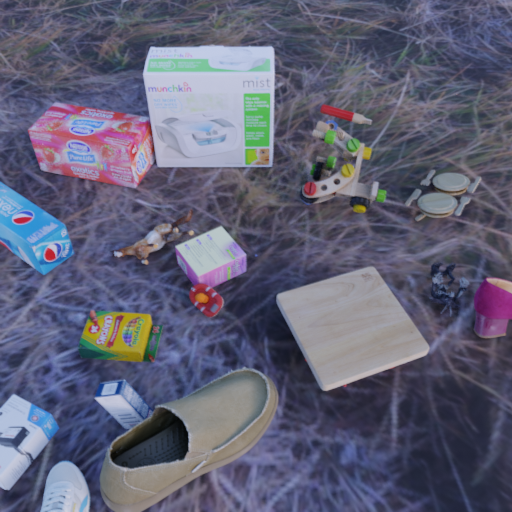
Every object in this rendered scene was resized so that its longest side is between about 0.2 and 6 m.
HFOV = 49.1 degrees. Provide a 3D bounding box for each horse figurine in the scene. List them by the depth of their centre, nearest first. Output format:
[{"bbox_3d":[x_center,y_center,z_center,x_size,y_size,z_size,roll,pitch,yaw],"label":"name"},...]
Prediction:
[{"bbox_3d":[-2.035,-0.339,11.600,1.768,0.441,1.172,-38,24,-25],"label":"horse figurine"}]

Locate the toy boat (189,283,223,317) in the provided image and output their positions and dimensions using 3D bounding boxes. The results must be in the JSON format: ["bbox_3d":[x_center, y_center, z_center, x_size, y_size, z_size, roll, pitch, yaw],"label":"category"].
[{"bbox_3d":[-0.992,0.809,10.572,0.712,0.465,0.464,38,93,30],"label":"toy boat"}]

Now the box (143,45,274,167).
[{"bbox_3d":[-1.013,-3.532,13.344,2.883,2.544,1.394,1,46,0],"label":"box"}]

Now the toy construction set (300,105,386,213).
[{"bbox_3d":[2.101,-2.059,12.255,1.831,2.383,1.987,17,57,9],"label":"toy construction set"}]

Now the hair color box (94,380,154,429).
[{"bbox_3d":[-2.043,2.329,8.740,0.473,0.946,0.286,-11,41,19],"label":"hair color box"}]

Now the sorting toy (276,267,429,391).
[{"bbox_3d":[1.627,1.350,9.939,1.991,0.693,1.979,-15,50,-15],"label":"sorting toy"}]

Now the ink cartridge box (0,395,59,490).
[{"bbox_3d":[-3.801,2.864,8.676,0.830,0.479,1.144,20,50,18],"label":"ink cartridge box"}]

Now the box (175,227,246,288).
[{"bbox_3d":[-0.913,0.064,11.313,1.099,0.531,0.967,-26,52,-22],"label":"box"}]

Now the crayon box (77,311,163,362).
[{"bbox_3d":[-2.429,1.449,10.128,1.347,0.342,0.855,3,46,2],"label":"crayon box"}]

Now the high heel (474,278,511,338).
[{"bbox_3d":[5.146,0.694,10.132,2.532,1.217,0.853,-16,36,-12],"label":"high heel"}]

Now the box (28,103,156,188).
[{"bbox_3d":[-3.864,-2.665,13.411,2.592,1.237,1.292,12,48,11],"label":"box"}]

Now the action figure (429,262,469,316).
[{"bbox_3d":[3.673,0.581,10.807,0.676,0.581,1.138,12,45,-4],"label":"action figure"}]

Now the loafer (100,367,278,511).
[{"bbox_3d":[-0.926,2.663,8.475,3.104,1.047,1.180,-32,54,-27],"label":"loafer"}]

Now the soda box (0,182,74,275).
[{"bbox_3d":[-5.043,-0.675,11.773,2.573,0.873,0.825,30,53,26],"label":"soda box"}]

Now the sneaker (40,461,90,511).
[{"bbox_3d":[-2.729,3.639,7.813,0.640,0.676,1.674,-8,46,-5],"label":"sneaker"}]

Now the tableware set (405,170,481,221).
[{"bbox_3d":[4.295,-1.340,12.786,1.227,0.372,1.856,15,41,30],"label":"tableware set"}]
